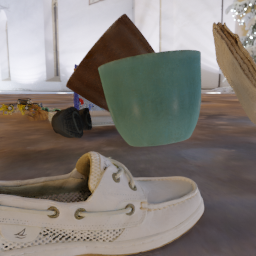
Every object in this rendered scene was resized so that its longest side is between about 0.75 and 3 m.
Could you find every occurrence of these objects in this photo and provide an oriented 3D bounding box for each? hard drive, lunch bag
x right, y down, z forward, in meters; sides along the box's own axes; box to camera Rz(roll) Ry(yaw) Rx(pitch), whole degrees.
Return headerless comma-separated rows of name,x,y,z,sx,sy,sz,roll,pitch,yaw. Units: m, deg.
hard drive,-1.030,-0.330,8.795,2.565,0.337,1.691,-4,9,-26
lunch bag,-1.225,-1.444,10.768,1.416,1.944,2.287,11,15,34

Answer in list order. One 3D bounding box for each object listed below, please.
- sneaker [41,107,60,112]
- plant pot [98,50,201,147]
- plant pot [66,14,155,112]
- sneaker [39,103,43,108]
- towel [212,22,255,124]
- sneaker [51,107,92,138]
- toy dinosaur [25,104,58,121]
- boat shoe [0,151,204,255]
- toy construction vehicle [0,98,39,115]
sneaker,-3.101,-0.664,11.235,0.878,0.341,0.614,8,5,-11
plant pot,0.413,-0.411,4.380,1.579,1.267,1.579,-9,5,1
plant pot,0.120,-1.129,7.056,2.425,2.267,2.267,39,4,-9
sneaker,-4.336,-1.000,13.296,0.408,0.369,0.958,-4,8,2
towel,3.298,-1.688,8.342,0.509,2.954,1.957,-23,-33,12
sneaker,-1.439,-0.089,6.548,0.867,0.725,1.910,-9,1,7
toy dinosaur,-2.904,-0.465,9.743,0.927,0.527,1.746,29,28,25
boat shoe,-0.215,0.510,2.075,1.922,0.666,0.680,-5,10,-28
toy construction vehicle,-4.489,-0.773,11.540,1.602,0.564,1.394,-5,21,-16
